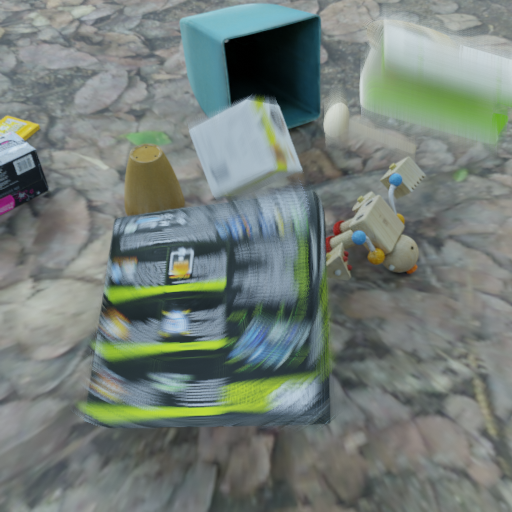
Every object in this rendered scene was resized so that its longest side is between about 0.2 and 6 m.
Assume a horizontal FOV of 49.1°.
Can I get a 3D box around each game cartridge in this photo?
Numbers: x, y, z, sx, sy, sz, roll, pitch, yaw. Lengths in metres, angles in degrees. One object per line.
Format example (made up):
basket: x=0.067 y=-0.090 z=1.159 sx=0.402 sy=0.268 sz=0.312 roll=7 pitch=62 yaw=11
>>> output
game cartridge: x=-4.518 y=-2.321 z=10.378 sx=0.747 sy=0.121 sz=0.659 roll=16 pitch=48 yaw=16

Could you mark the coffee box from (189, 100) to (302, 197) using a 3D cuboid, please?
coffee box: x=-0.122 y=-1.454 z=7.727 sx=0.989 sy=0.988 sz=0.978 roll=-21 pitch=-2 yaw=30

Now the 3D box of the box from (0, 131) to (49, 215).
box: x=-4.131 y=-1.233 z=8.801 sx=0.759 sy=0.874 sz=1.323 roll=35 pitch=55 yaw=29

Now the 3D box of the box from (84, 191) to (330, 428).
box: x=-0.492 y=0.592 z=6.113 sx=2.527 sy=0.600 sz=2.440 roll=-7 pitch=66 yaw=16

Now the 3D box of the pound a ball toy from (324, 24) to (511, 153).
pound a ball toy: x=2.076 y=-2.045 z=7.110 sx=2.145 sy=1.398 sz=0.911 roll=14 pitch=50 yaw=-5

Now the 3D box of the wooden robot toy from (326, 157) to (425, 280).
wooden robot toy: x=1.820 y=-0.232 z=8.042 sx=1.170 sy=1.136 sz=2.579 roll=45 pitch=52 yaw=-7

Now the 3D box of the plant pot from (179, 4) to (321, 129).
plant pot: x=-0.325 y=-3.665 z=10.563 sx=1.888 sy=1.887 sz=2.672 roll=-23 pitch=42 yaw=-21

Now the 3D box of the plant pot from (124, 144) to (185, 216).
plant pot: x=-1.624 y=-1.164 z=8.639 sx=0.959 sy=1.029 sz=0.959 roll=0 pitch=47 yaw=0

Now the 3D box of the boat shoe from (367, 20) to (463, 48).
boat shoe: x=2.666 y=-3.155 z=8.867 sx=2.254 sy=0.831 sz=0.780 roll=34 pitch=12 yaw=34
